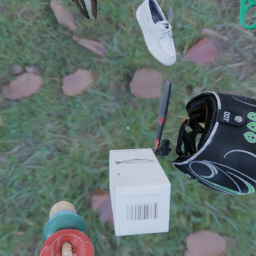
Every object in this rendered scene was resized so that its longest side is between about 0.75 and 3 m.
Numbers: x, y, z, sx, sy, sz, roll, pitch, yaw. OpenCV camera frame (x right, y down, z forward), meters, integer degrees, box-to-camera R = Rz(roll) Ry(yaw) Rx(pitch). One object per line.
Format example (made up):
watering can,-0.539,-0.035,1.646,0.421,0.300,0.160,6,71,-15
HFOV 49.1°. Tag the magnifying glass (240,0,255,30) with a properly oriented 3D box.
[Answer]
magnifying glass,2.116,-2.240,5.002,0.126,0.448,1.125,5,61,-36

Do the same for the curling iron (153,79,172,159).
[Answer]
curling iron,0.803,-0.195,6.193,0.434,0.224,1.750,5,89,-40

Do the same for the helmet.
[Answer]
helmet,1.886,0.318,5.081,1.812,1.900,1.900,23,75,-14

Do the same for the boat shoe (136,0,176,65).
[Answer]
boat shoe,0.824,-2.540,7.261,0.672,0.639,1.867,-9,72,-28

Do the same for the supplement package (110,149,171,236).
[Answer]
supplement package,0.134,1.003,4.779,0.842,1.441,0.845,-3,107,-7

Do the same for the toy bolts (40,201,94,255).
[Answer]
toy bolts,-1.482,2.394,5.294,1.868,1.356,1.955,7,109,-19

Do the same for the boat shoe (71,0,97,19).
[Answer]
boat shoe,-1.413,-3.788,7.189,0.974,2.632,0.972,-2,73,3
